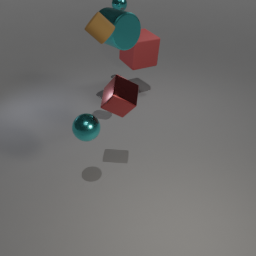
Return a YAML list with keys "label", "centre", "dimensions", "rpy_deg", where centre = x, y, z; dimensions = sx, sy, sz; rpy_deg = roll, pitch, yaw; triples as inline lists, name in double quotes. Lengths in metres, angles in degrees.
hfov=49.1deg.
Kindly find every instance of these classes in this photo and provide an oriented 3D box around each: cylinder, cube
- label: "cylinder"
  centre: [-0.887, -3.147, 8.824]
  dimensions: [0.700, 0.700, 0.700]
  rpy_deg: [37, 23, -23]
- label: "cube"
  centre: [-0.215, -0.820, 7.315]
  dimensions: [0.700, 0.700, 0.700]
  rpy_deg: [23, 55, -24]
- label: "cylinder"
  centre: [-0.451, -3.916, 11.041]
  dimensions: [1.400, 1.400, 1.400]
  rpy_deg: [-23, 39, -32]
- label: "cube"
  centre: [0.525, -3.791, 13.429]
  dimensions: [1.400, 1.400, 1.400]
  rpy_deg: [-17, 43, -25]

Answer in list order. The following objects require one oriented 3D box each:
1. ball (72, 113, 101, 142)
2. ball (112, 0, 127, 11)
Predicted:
- label: "ball"
  centre: [-1.031, -0.015, 6.932]
  dimensions: [0.700, 0.700, 0.700]
  rpy_deg: [0, 32, 0]
- label: "ball"
  centre: [-0.391, -5.644, 12.736]
  dimensions: [0.700, 0.700, 0.700]
  rpy_deg: [0, 32, 0]
